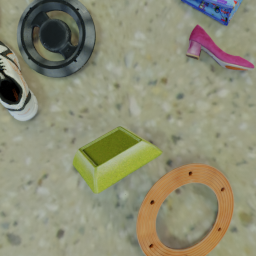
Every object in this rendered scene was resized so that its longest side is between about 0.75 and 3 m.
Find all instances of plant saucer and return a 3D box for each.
[{"bbox_3d":[-0.367,0.544,6.389,1.711,1.713,0.410,-29,117,-17],"label":"plant saucer"}]

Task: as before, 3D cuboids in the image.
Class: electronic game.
[{"bbox_3d":[-1.982,-2.518,7.676,2.249,0.468,2.249,1,96,9],"label":"electronic game"}]

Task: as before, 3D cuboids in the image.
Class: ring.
[{"bbox_3d":[1.438,2.143,6.886,2.730,0.262,2.730,-4,103,-19],"label":"ring"}]

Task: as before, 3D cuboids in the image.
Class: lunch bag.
[{"bbox_3d":[2.344,-4.029,7.893,1.884,0.886,1.418,30,86,15],"label":"lunch bag"}]

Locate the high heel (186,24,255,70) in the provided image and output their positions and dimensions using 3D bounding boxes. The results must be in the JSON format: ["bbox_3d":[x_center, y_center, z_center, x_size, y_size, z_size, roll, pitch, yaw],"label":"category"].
[{"bbox_3d":[2.602,-2.193,7.698,1.904,0.641,0.913,19,95,15],"label":"high heel"}]

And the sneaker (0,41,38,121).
[{"bbox_3d":[-3.263,-1.483,7.325,0.984,1.068,2.669,-34,83,-10],"label":"sneaker"}]
